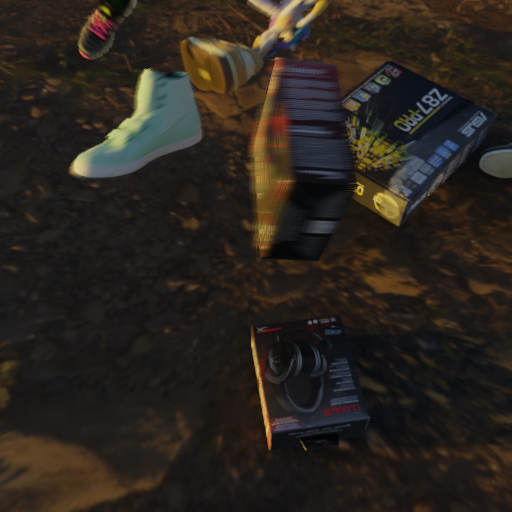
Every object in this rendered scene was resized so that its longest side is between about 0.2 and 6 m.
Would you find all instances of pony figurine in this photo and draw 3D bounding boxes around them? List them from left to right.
[{"bbox_3d":[0.580,-4.653,10.703,1.845,1.536,1.781,-36,31,26],"label":"pony figurine"}]

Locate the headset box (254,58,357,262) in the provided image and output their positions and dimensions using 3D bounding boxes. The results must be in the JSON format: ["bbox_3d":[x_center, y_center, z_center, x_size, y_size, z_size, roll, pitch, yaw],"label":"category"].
[{"bbox_3d":[0.713,-1.749,9.814,1.130,2.239,3.012,3,59,-10],"label":"headset box"}]

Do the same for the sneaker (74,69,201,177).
[{"bbox_3d":[-1.993,-2.222,9.044,2.388,1.409,0.879,-32,42,-33],"label":"sneaker"}]

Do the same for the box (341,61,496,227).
[{"bbox_3d":[3.186,-2.756,13.015,3.092,0.942,3.837,38,62,22],"label":"box"}]

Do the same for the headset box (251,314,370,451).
[{"bbox_3d":[0.856,2.180,9.399,1.608,0.834,2.161,-7,52,-5],"label":"headset box"}]

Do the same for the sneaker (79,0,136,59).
[{"bbox_3d":[-2.932,-4.636,10.910,0.619,0.734,1.677,36,88,-9],"label":"sneaker"}]

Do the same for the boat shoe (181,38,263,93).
[{"bbox_3d":[-0.669,-3.864,11.208,1.078,1.014,2.831,-24,35,-13],"label":"boat shoe"}]

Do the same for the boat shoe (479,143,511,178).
[{"bbox_3d":[6.056,-2.252,12.776,2.180,0.824,0.658,4,53,-12],"label":"boat shoe"}]
